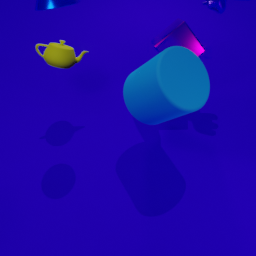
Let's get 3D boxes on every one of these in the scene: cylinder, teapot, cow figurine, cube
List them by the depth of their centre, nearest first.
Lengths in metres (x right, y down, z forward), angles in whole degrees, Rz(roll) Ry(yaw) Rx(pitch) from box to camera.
[{"bbox_3d":[0.819,-0.880,6.223,1.397,1.397,1.397,7,76,-29],"label":"cylinder"},{"bbox_3d":[2.460,-3.411,6.799,1.214,1.234,0.677,4,53,10],"label":"cow figurine"},{"bbox_3d":[-1.665,-1.884,7.104,1.314,0.643,0.817,6,24,-22],"label":"teapot"},{"bbox_3d":[1.329,-2.224,7.573,0.968,0.968,0.968,-37,20,16],"label":"cube"}]

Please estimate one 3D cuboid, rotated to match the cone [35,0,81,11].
[{"bbox_3d":[-1.405,-2.722,5.146,0.894,0.897,0.894,-7,30,4],"label":"cone"}]
